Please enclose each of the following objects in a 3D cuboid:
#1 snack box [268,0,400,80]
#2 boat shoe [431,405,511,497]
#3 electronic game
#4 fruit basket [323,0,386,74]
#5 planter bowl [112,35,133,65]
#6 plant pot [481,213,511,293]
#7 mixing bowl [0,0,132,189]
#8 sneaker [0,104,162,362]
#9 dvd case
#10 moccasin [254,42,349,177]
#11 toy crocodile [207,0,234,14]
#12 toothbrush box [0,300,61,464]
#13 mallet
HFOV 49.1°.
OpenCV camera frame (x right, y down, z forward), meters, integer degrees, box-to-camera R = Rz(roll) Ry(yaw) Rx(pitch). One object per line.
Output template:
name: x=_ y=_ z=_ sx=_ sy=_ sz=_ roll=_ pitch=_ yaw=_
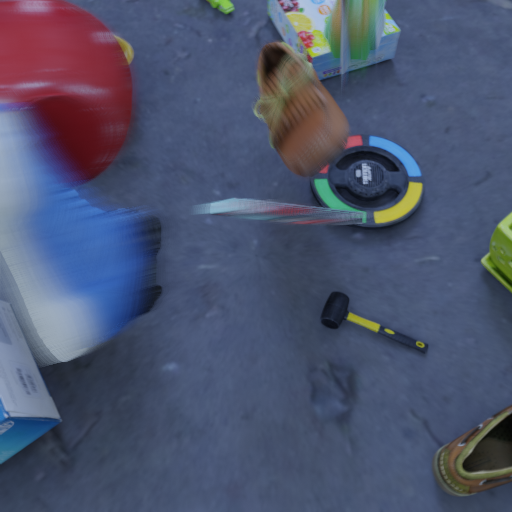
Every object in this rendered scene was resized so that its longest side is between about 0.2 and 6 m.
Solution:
snack box: x=1.598 y=-5.036 z=12.026 sx=2.018 sy=0.810 sz=2.393 roll=-19 pitch=64 yaw=-9
boat shoe: x=3.874 y=2.558 z=7.870 sx=2.819 sy=0.958 sz=1.014 roll=-26 pitch=65 yaw=-13
electronic game: x=2.040 y=-1.398 z=10.291 sx=2.107 sy=0.438 sz=2.107 roll=0 pitch=62 yaw=0
fruit basket: x=1.409 y=-3.579 z=7.644 sx=0.755 sy=1.611 sz=1.492 roll=15 pitch=60 yaw=12
planter bowl: x=-3.703 y=-3.299 z=10.732 sx=2.764 sy=1.151 sz=2.764 roll=2 pitch=43 yaw=-2
plant pot: x=4.696 y=-0.022 z=9.001 sx=1.552 sy=1.415 sz=1.560 roll=-34 pitch=67 yaw=-16
mixing bowl: x=-2.753 y=-1.863 z=7.406 sx=2.644 sy=2.644 sz=1.432 roll=-24 pitch=48 yaw=-12
sneaker: x=-2.164 y=-0.460 z=6.805 sx=1.782 sy=3.203 sz=1.230 roll=-29 pitch=25 yaw=-31
dvd case: x=0.346 y=-0.536 z=7.054 sx=1.632 sy=1.191 sz=0.180 roll=3 pitch=91 yaw=-17
moccasin: x=0.549 y=-2.299 z=8.254 sx=1.178 sy=1.243 sz=3.220 roll=-35 pitch=37 yaw=28
toy crocodile: x=-0.967 y=-5.916 z=12.791 sx=0.416 sy=0.381 sz=1.233 roll=-39 pitch=73 yaw=-20
toothbrush box: x=-4.474 y=2.115 z=7.554 sx=2.886 sy=1.231 sz=2.113 roll=-35 pitch=66 yaw=0
mallet: x=1.936 y=1.078 z=9.072 sx=1.767 sy=0.364 sz=0.582 roll=17 pitch=59 yaw=3
